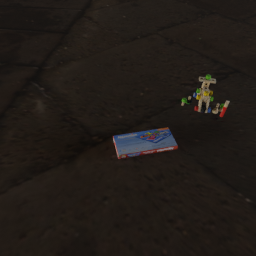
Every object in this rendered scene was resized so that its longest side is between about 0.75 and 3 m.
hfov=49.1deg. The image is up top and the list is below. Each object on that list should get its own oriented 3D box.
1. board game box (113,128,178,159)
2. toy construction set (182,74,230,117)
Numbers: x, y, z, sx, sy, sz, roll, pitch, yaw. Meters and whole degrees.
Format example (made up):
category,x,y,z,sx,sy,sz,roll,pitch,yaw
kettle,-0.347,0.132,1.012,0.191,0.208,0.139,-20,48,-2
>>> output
category,x,y,z,sx,sy,sz,roll,pitch,yaw
board game box,0.406,0.355,6.890,1.446,0.141,0.745,-8,39,-8
toy construction set,2.143,-0.880,7.346,1.093,0.840,0.911,29,41,20
